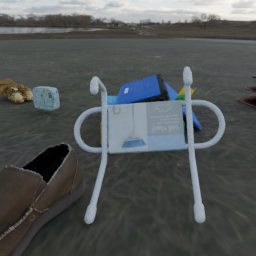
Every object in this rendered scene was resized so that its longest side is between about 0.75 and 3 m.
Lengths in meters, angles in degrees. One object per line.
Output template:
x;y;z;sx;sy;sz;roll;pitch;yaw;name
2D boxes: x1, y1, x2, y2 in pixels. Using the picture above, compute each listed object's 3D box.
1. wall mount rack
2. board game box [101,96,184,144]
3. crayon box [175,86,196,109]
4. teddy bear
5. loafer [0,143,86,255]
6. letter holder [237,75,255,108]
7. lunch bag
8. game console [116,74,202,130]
0.258;0.274;4.597;2.737;2.378;1.021;-4;-13;10;wall mount rack
0.298;-0.323;7.837;2.015;0.531;2.633;-1;21;-2;board game box
1.166;-0.538;6.488;0.270;0.659;1.048;34;47;7;crayon box
-4.248;-1.309;10.527;1.770;0.591;1.283;17;33;20;teddy bear
-1.658;0.979;3.766;1.054;1.024;2.886;8;22;21;loafer
5.189;-1.402;9.909;2.145;1.079;1.524;-7;21;-18;letter holder
-2.598;-0.925;8.871;0.930;0.746;0.359;10;19;30;lunch bag
0.872;-0.680;8.418;2.041;1.415;2.391;-15;19;9;game console
